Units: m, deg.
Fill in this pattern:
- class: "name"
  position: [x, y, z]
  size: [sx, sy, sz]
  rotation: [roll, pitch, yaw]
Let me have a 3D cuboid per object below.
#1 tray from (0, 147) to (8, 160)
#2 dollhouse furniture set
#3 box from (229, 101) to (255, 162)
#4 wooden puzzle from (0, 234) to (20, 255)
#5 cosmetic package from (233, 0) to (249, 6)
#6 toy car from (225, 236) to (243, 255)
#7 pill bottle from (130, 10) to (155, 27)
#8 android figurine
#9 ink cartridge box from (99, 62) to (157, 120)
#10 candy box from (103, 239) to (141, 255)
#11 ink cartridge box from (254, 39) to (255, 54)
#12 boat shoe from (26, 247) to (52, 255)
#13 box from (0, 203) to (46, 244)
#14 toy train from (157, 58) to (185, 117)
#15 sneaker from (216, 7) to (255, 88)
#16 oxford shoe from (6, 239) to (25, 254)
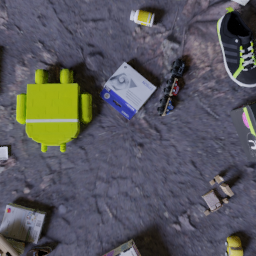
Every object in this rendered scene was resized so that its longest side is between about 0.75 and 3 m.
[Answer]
- class: "tray"
  position: [-4.560, 0.893, 9.710]
  size: [0.815, 0.090, 0.438]
  rotation: [-4, 88, 0]
- class: "dollhouse furniture set"
  position: [2.881, 2.288, 9.405]
  size: [1.123, 0.548, 0.957]
  rotation: [-33, 87, -2]
- class: "box"
  position: [5.037, -0.179, 8.992]
  size: [2.607, 1.620, 1.936]
  rotation: [-19, 87, -1]
- class: "wooden puzzle"
  position: [-4.206, 4.064, 9.170]
  size: [1.890, 0.221, 1.275]
  rotation: [43, 119, 0]
- class: "cosmetic package"
  position: [3.868, -5.196, 9.708]
  size: [1.249, 0.768, 1.245]
  rotation: [24, 87, 0]
- class: "toy car"
  position: [3.439, 4.869, 9.311]
  size: [1.869, 0.443, 1.986]
  rotation: [-33, 87, -2]
- class: "pill bottle"
  position: [0.504, -3.862, 9.787]
  size: [0.803, 0.452, 0.452]
  rotation: [15, 87, 1]
- class: "android figurine"
  position: [-2.518, -0.588, 9.546]
  size: [2.583, 0.583, 2.838]
  rotation: [-2, 86, 0]
- class: "ink cartridge box"
  position: [-0.031, -1.280, 9.723]
  size: [1.479, 0.301, 1.482]
  rotation: [39, 88, 2]
- class: "candy box"
  position: [-0.318, 4.958, 9.166]
  size: [2.004, 0.717, 1.681]
  rotation: [-29, 87, -2]
- class: "ink cartridge box"
  position: [5.215, -2.437, 9.545]
  size: [1.322, 0.767, 1.832]
  rotation: [-27, 88, -1]
- class: "boat shoe"
  position: [-3.033, 4.190, 9.416]
  size: [0.860, 0.311, 0.311]
  rotation: [-12, 87, -1]
- class: "box"
  position: [-3.555, 3.225, 9.479]
  size: [1.320, 0.272, 1.029]
  rotation: [14, 87, -2]
- class: "toy train"
  position: [1.528, -1.367, 9.719]
  size: [0.493, 0.367, 2.153]
  rotation: [20, 86, -11]
- class: "sneaker"
  position: [3.717, -2.656, 9.371]
  size: [0.992, 1.146, 2.766]
  rotation: [-24, 87, -1]
- class: "oxford shoe"
  position: [-4.037, 3.916, 9.428]
  size: [1.256, 0.472, 0.363]
  rotation: [10, 47, 8]
